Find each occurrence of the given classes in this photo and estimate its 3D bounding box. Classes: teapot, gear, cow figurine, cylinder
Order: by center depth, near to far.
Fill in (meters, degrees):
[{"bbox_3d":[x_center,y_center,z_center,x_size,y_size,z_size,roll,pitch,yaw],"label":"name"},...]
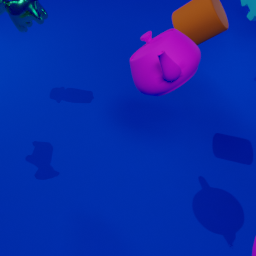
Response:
[{"bbox_3d":[0.487,-1.011,4.116,1.077,0.848,1.733,-33,20,10],"label":"teapot"},{"bbox_3d":[1.378,-2.055,5.355,0.791,0.791,0.791,-21,44,36],"label":"cylinder"},{"bbox_3d":[3.581,-3.418,6.721,0.344,1.862,1.862,-14,54,-25],"label":"gear"},{"bbox_3d":[-2.772,-3.012,6.913,1.246,1.226,0.684,-15,40,24],"label":"cow figurine"}]

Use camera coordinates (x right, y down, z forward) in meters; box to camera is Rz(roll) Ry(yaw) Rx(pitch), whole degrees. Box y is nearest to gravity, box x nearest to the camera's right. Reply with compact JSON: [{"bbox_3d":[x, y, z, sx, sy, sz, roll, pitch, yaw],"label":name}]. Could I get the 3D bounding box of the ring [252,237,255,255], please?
[{"bbox_3d":[1.576,1.089,2.114,1.182,0.236,1.182,-3,81,16],"label":"ring"}]
